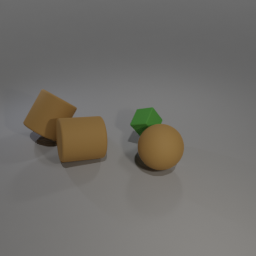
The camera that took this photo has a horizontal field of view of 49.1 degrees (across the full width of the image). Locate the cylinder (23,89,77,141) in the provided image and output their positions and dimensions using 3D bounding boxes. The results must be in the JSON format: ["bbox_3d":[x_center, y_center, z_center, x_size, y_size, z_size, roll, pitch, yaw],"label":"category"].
[{"bbox_3d":[-2.766,-0.448,10.013,1.400,1.400,1.400,29,-1,1],"label":"cylinder"}]

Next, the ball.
[{"bbox_3d":[0.993,0.574,8.518,1.400,1.400,1.400,0,32,0],"label":"ball"}]

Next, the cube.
[{"bbox_3d":[0.626,-0.192,9.468,0.700,0.700,0.700,-4,50,41],"label":"cube"}]

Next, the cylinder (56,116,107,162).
[{"bbox_3d":[-1.524,0.346,9.067,1.400,1.400,1.400,-4,31,-21],"label":"cylinder"}]
